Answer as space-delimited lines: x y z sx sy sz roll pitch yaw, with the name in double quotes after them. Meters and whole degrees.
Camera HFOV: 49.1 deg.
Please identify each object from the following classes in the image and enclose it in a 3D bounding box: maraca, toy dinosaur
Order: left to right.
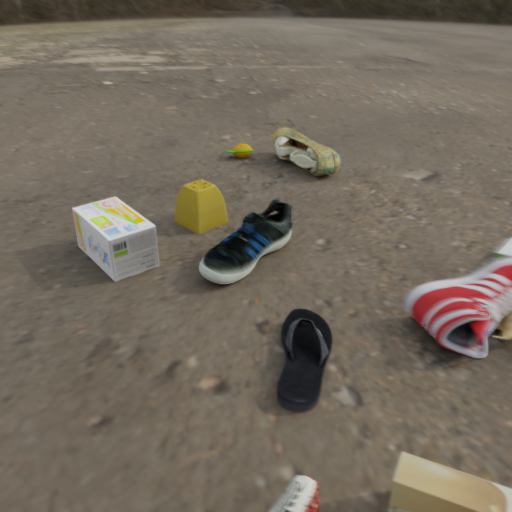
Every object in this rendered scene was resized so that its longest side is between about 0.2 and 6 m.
-0.502 -3.094 16.549 0.801 0.428 0.549 -6 11 -12 "maraca"
4.292 1.102 9.193 1.012 0.583 2.001 -5 17 22 "toy dinosaur"

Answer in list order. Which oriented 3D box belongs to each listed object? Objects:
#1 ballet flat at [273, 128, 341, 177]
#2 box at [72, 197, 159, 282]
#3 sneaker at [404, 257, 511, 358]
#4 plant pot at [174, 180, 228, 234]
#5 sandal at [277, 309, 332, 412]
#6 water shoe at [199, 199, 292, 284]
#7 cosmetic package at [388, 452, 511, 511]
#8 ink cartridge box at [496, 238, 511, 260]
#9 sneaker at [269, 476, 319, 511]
1.150 -2.930 15.797 0.980 0.980 2.773 -21 38 -33 "ballet flat"
-2.841 -0.387 11.266 1.021 0.920 1.815 -21 36 -32 "box"
3.811 0.827 9.024 2.447 0.872 1.376 -16 30 -3 "sneaker"
-1.270 -1.180 12.662 0.916 0.937 0.910 -26 39 -37 "plant pot"
0.764 1.437 8.519 0.821 0.462 2.158 2 30 4 "sandal"
-0.203 -0.381 11.021 0.908 1.002 2.540 26 39 25 "water shoe"
2.131 2.716 6.062 1.308 0.688 0.465 12 31 22 "cosmetic package"
5.382 -0.035 11.151 0.747 0.427 1.439 22 36 33 "ink cartridge box"
-0.218 2.943 5.382 1.007 0.954 2.452 21 35 34 "sneaker"
